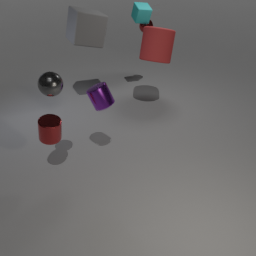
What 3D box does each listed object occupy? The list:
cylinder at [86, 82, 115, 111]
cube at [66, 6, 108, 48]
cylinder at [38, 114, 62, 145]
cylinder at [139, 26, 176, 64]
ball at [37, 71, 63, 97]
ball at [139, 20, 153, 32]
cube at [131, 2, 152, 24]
[{"bbox_3d":[-0.878,-1.011,8.970,0.700,0.700,0.700,-22,24,11],"label":"cylinder"},{"bbox_3d":[-1.867,-4.496,12.479,1.400,1.400,1.400,-2,31,-28],"label":"cube"},{"bbox_3d":[-2.401,0.042,8.626,0.700,0.700,0.700,7,40,-6],"label":"cylinder"},{"bbox_3d":[1.284,-3.650,12.349,1.400,1.400,1.400,8,16,-2],"label":"cylinder"},{"bbox_3d":[-2.162,-1.223,7.826,0.700,0.700,0.700,0,31,0],"label":"ball"},{"bbox_3d":[0.914,-5.114,14.039,0.700,0.700,0.700,0,31,0],"label":"ball"},{"bbox_3d":[0.631,-5.378,13.100,0.700,0.700,0.700,-6,50,-21],"label":"cube"}]
